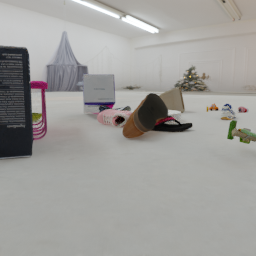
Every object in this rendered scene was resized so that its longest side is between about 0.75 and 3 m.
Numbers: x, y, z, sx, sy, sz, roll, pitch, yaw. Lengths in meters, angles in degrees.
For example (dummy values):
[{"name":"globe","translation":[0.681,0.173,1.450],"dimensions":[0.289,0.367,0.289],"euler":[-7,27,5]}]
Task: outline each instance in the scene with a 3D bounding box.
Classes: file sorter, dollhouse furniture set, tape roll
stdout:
[{"name":"file sorter","translation":[-3.567,-0.643,8.903],"dimensions":[1.887,1.703,2.716],"euler":[-2,10,-18]},{"name":"dollhouse furniture set","translation":[2.653,0.044,6.361],"dimensions":[0.562,0.430,0.857],"euler":[14,-9,10]},{"name":"tape roll","translation":[1.159,-0.512,12.017],"dimensions":[2.232,0.408,2.232],"euler":[1,9,0]}]

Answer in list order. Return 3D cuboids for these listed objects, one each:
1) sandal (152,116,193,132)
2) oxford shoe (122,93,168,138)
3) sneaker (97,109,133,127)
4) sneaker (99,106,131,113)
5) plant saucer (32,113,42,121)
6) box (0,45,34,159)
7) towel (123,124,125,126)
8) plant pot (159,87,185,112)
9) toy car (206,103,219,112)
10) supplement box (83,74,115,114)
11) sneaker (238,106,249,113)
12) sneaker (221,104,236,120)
[{"name":"sandal","translation":[1.116,-0.191,9.796],"dimensions":[2.240,0.505,0.841],"euler":[2,10,12]},{"name":"oxford shoe","translation":[0.549,-0.429,9.105],"dimensions":[0.966,0.967,2.711],"euler":[-35,1,32]},{"name":"sneaker","translation":[-0.602,-0.365,10.603],"dimensions":[1.533,0.577,0.801],"euler":[-1,16,22]},{"name":"sneaker","translation":[-0.639,-0.707,12.553],"dimensions":[1.171,0.616,1.621],"euler":[8,13,28]},{"name":"plant saucer","translation":[-4.511,-0.433,11.824],"dimensions":[1.338,0.321,1.340],"euler":[6,12,32]},{"name":"box","translation":[-2.975,-0.642,6.675],"dimensions":[1.290,2.409,1.788],"euler":[-3,10,-18]},{"name":"towel","translation":[0.150,-0.159,10.894],"dimensions":[0.843,0.096,0.607],"euler":[-8,12,-43]},{"name":"plant pot","translation":[2.413,-1.491,15.551],"dimensions":[1.209,1.364,1.366],"euler":[-11,6,16]},{"name":"toy car","translation":[4.857,-1.174,16.014],"dimensions":[0.606,0.411,1.235],"euler":[4,10,25]},{"name":"supplement box","translation":[-1.465,-1.559,13.501],"dimensions":[1.398,1.428,2.763],"euler":[-2,-7,-10]},{"name":"sneaker","translation":[6.210,-1.035,15.483],"dimensions":[0.488,0.309,0.867],"euler":[2,11,-9]},{"name":"sneaker","translation":[4.631,-0.780,12.819],"dimensions":[0.588,0.688,1.562],"euler":[3,9,26]}]
